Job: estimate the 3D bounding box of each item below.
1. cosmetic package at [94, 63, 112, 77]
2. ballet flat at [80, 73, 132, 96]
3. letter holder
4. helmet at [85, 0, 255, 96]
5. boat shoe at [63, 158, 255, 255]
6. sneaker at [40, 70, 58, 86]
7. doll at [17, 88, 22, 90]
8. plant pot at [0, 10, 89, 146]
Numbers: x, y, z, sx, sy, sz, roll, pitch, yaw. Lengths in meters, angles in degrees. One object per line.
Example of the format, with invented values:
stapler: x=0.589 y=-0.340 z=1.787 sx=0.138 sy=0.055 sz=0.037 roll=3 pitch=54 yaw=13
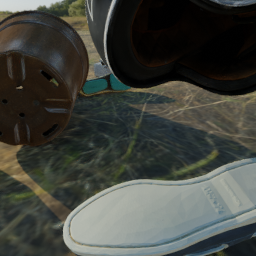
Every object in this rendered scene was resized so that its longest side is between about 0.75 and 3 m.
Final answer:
cosmetic package: x=-0.874 y=-2.760 z=12.939 sx=0.757 sy=0.639 sz=1.418 roll=13 pitch=29 yaw=29
ballet flat: x=-0.780 y=-1.638 z=10.135 sx=2.183 sy=0.736 sz=0.681 roll=-10 pitch=15 yaw=-24
letter holder: x=-3.352 y=-1.950 z=9.373 sx=1.403 sy=1.983 sz=2.790 roll=27 pitch=-14 yaw=-28
helmet: x=0.869 y=-1.952 z=4.032 sx=2.846 sy=2.985 sz=2.985 roll=14 pitch=26 yaw=24
boat shoe: x=0.666 y=1.066 z=3.334 sx=2.746 sy=0.849 sz=1.028 roll=-15 pitch=40 yaw=-10
sneaker: x=-3.072 y=-2.141 z=11.118 sx=1.806 sy=1.004 sz=2.582 roll=1 pitch=13 yaw=7
doll: x=-3.567 y=-1.166 z=9.342 sx=1.711 sy=0.415 sz=1.167 roll=-4 pitch=22 yaw=5
plant pot: x=-2.330 y=-1.134 z=6.678 sx=2.770 sy=2.770 sz=2.742 roll=-2 pitch=31 yaw=-6
